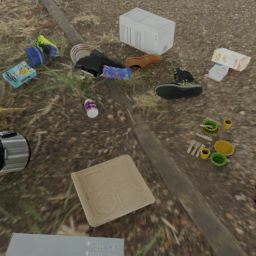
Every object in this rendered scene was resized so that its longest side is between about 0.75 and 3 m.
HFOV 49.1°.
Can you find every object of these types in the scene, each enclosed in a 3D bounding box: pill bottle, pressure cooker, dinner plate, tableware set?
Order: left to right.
[{"bbox_3d":[-4.001,0.814,8.827,1.319,1.299,1.477,48,27,25],"label":"pressure cooker"},{"bbox_3d":[-1.785,-3.147,13.110,1.913,0.232,1.913,17,53,-24],"label":"dinner plate"},{"bbox_3d":[-1.491,-0.812,11.227,0.437,0.437,0.777,-14,49,-13],"label":"pill bottle"},{"bbox_3d":[3.196,0.383,10.194,1.478,0.337,2.194,25,51,21],"label":"tableware set"}]

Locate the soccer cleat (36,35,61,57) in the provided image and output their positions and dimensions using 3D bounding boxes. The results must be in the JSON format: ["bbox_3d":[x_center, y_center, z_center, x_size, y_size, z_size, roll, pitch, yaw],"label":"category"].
[{"bbox_3d":[-4.094,-4.145,14.337,0.824,0.637,1.971,2,34,-41],"label":"soccer cleat"}]

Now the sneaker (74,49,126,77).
[{"bbox_3d":[-1.176,-2.649,12.447,2.221,0.667,1.158,27,69,-18],"label":"sneaker"}]

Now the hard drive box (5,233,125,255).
[{"bbox_3d":[-1.320,3.290,6.415,2.467,1.923,0.947,2,47,1],"label":"hard drive box"}]

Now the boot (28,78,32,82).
[{"bbox_3d":[-4.683,-2.399,12.831,0.575,0.298,0.881,-11,56,-13],"label":"boot"}]

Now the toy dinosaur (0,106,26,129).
[{"bbox_3d":[-5.019,-0.535,10.802,2.070,0.602,1.047,-9,52,-15],"label":"toy dinosaur"}]

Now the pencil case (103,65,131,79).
[{"bbox_3d":[-0.485,-2.378,11.982,1.238,0.483,0.538,5,36,-8],"label":"pencil case"}]

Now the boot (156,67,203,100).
[{"bbox_3d":[2.052,-1.968,12.127,2.019,0.729,1.525,-2,45,-9],"label":"boot"}]

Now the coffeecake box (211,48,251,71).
[{"bbox_3d":[4.863,-3.252,13.211,1.456,0.532,1.118,29,34,24],"label":"coffeecake box"}]

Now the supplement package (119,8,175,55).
[{"bbox_3d":[0.941,-4.954,14.408,2.536,1.389,1.442,34,56,27],"label":"supplement package"}]

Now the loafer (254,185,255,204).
[{"bbox_3d":[4.038,2.139,8.527,0.377,0.386,1.058,3,48,2],"label":"loafer"}]

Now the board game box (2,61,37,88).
[{"bbox_3d":[-4.816,-2.383,12.468,0.867,0.269,1.148,38,62,19],"label":"board game box"}]

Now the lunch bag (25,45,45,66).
[{"bbox_3d":[-4.454,-3.518,13.559,0.680,0.698,1.028,-25,50,-23],"label":"lunch bag"}]

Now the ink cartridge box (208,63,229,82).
[{"bbox_3d":[4.160,-2.572,12.914,0.605,0.354,0.837,30,52,26],"label":"ink cartridge box"}]

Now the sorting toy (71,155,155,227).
[{"bbox_3d":[-0.497,1.901,8.804,2.134,0.389,1.975,-15,49,-20],"label":"sorting toy"}]

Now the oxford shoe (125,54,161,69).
[{"bbox_3d":[0.775,-3.138,13.406,1.753,0.625,0.625,-9,75,-7],"label":"oxford shoe"}]
